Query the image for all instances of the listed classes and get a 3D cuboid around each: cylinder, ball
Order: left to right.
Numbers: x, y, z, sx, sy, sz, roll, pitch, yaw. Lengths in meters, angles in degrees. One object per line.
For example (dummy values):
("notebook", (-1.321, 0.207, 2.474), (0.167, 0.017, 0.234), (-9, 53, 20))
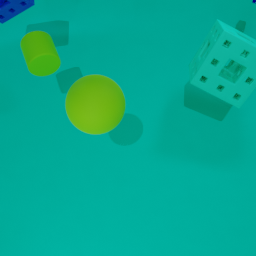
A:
("cylinder", (-2.314, -1.959, 7.418), (0.851, 0.851, 0.851), (-20, 67, -13))
("ball", (-0.575, -0.415, 4.997), (1.062, 1.062, 1.062), (0, 56, 0))

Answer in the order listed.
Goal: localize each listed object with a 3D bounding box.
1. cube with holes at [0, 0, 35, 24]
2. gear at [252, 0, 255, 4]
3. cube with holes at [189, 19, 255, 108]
("cube with holes", (-3.658, -4.090, 7.870), (1.339, 1.339, 1.339), (-17, 73, 24))
("gear", (3.946, -4.251, 7.947), (0.250, 1.353, 1.353), (24, 59, 17))
("cube with holes", (2.396, -1.562, 6.713), (1.325, 1.325, 1.325), (26, 31, -5))
